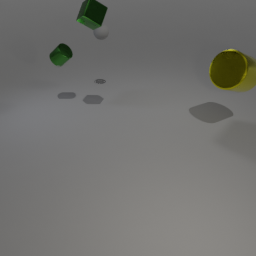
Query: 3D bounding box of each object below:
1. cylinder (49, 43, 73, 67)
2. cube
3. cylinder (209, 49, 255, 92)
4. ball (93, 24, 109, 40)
[{"bbox_3d":[-2.770,-3.017,11.593,0.700,0.700,0.700,-28,13,37],"label":"cylinder"},{"bbox_3d":[-1.223,-3.848,9.469,0.700,0.700,0.700,21,-3,-30],"label":"cube"},{"bbox_3d":[3.919,-2.047,10.238,1.400,1.400,1.400,29,21,39],"label":"cylinder"},{"bbox_3d":[-1.212,-4.331,12.608,0.700,0.700,0.700,0,31,0],"label":"ball"}]
